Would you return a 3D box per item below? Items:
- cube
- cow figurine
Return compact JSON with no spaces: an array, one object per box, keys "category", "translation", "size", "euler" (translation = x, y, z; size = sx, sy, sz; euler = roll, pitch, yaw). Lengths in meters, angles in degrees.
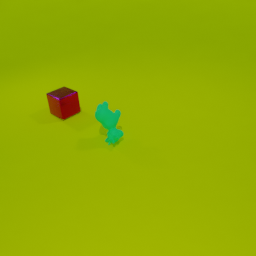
[{"category":"cube","translation":[-2.072,-0.817,9.041],"size":[0.732,0.732,0.732],"euler":[24,41,36]},{"category":"cow figurine","translation":[-0.539,-0.103,7.702],"size":[0.551,1.005,0.989],"euler":[-19,46,46]}]
